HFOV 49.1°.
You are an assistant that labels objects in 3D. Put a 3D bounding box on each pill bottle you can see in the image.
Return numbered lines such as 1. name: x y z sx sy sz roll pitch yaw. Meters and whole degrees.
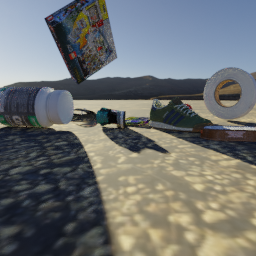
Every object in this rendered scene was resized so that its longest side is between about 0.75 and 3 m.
1. pill bottle: -3.730 -0.839 11.183 2.821 1.595 1.595 2 7 15

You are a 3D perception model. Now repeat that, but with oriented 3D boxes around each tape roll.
1. tape roll: 5.005 -1.692 13.823 2.617 2.617 0.478 7 5 42

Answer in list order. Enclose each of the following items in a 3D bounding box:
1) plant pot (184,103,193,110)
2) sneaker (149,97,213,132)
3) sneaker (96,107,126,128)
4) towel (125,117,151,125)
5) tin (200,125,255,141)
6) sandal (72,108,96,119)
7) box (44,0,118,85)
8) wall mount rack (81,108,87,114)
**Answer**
1. plant pot: 2.889 -0.810 14.278 0.796 0.796 0.725 2 15 14
2. sneaker: 1.862 -0.544 10.386 2.675 1.201 0.897 7 10 43
3. sneaker: -0.683 -0.420 11.083 1.135 0.786 1.880 0 6 -6
4. towel: 0.269 -0.335 12.697 1.357 0.215 1.889 4 8 23
5. tin: 3.141 0.148 8.438 1.867 0.391 1.045 2 12 11
6. sandal: -2.132 -0.763 14.710 2.558 0.548 0.973 2 7 13
7. box: -1.458 -3.009 9.660 1.921 0.530 2.813 -37 -27 -13
8. wall mount rack: -3.114 -0.939 16.176 1.253 0.538 1.442 1 6 8
